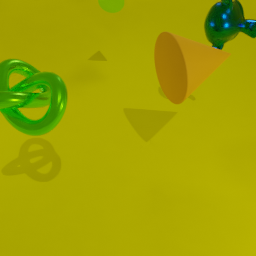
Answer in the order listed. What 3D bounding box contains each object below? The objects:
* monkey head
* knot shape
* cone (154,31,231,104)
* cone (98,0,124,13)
[{"bbox_3d":[2.473,-2.487,6.796,1.001,1.661,1.195,-22,44,-26],"label":"monkey head"},{"bbox_3d":[-1.777,-0.461,4.330,1.467,0.724,1.568,-21,44,-24],"label":"knot shape"},{"bbox_3d":[1.605,-1.466,6.171,1.560,1.554,1.554,-16,44,-13],"label":"cone"},{"bbox_3d":[-0.499,-4.365,9.079,0.843,0.843,0.846,3,61,4],"label":"cone"}]
